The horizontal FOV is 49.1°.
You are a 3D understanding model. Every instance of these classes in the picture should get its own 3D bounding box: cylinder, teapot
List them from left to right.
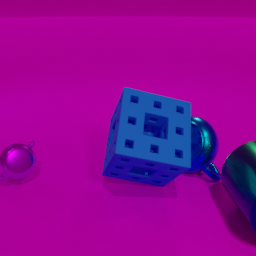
[{"bbox_3d":[-2.209,0.683,5.510,0.552,0.701,1.128,-13,37,57],"label":"teapot"},{"bbox_3d":[1.384,0.314,5.976,0.926,1.175,1.890,13,40,-46],"label":"teapot"},{"bbox_3d":[2.175,0.924,4.235,1.167,1.167,1.167,-1,21,-2],"label":"cylinder"}]

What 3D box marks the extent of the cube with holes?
[{"bbox_3d":[0.308,0.218,5.020,1.210,1.210,1.210,12,62,-10],"label":"cube with holes"}]
